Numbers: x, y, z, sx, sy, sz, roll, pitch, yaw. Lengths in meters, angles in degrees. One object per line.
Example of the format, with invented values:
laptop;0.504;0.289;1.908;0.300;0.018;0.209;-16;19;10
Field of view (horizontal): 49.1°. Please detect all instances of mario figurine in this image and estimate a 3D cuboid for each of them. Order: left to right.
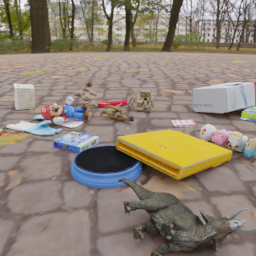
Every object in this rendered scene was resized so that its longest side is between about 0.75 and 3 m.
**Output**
mario figurine;-2.703;-0.774;12.043;2.025;1.073;1.250;-3;13;-22

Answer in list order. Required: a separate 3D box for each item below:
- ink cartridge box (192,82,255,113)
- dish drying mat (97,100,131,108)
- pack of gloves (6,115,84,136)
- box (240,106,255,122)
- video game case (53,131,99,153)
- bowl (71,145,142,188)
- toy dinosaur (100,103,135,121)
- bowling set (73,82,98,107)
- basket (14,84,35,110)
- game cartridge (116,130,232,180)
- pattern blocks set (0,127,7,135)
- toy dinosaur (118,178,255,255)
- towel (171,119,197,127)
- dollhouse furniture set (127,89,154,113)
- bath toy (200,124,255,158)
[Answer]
ink cartridge box;4.917;-1.568;13.909;2.838;1.175;2.068;-13;12;-33
dish drying mat;-0.710;-1.343;15.282;1.915;0.174;0.735;-9;20;-22
pack of gloves;-3.510;-0.322;11.974;2.516;0.496;2.114;10;23;26
box;5.965;-0.666;13.132;0.922;0.360;1.512;14;23;37
video game case;-1.840;0.488;10.012;1.215;0.276;1.102;10;21;26
bowl;-0.624;1.053;8.237;2.080;0.408;2.080;0;19;0
toy dinosaur;-0.563;-0.694;13.012;1.391;0.791;2.618;16;13;-27
bowling set;-2.022;-1.846;14.860;1.552;1.080;0.833;35;7;19
basket;-5.439;-1.640;14.682;0.973;1.210;1.199;-2;19;-23
game cartridge;1.458;0.678;8.675;2.806;0.455;2.473;-5;20;-45
pattern blocks set;-5.298;0.159;11.222;0.834;0.077;0.949;1;20;3
toy dinosaur;0.810;1.818;5.603;1.448;1.090;2.832;-1;10;-40
towel;2.431;-0.227;12.206;0.987;0.148;0.723;-2;19;-6
dollhouse furniture set;0.779;-1.246;14.512;1.208;0.916;1.379;8;43;21
bath toy;3.312;0.404;9.598;0.780;0.918;2.111;-46;37;-19
